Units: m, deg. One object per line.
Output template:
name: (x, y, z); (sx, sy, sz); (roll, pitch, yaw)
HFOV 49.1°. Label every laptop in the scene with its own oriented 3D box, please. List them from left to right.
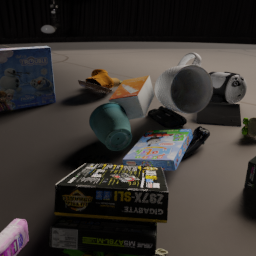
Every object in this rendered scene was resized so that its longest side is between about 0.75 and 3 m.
laptop: (3.890, -0.537, 12.259); (1.765, 1.092, 1.885); (5, -6, 11)

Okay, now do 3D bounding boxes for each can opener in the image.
can opener: (2.194, 0.482, 9.215); (0.547, 0.678, 1.726); (32, 41, 19)

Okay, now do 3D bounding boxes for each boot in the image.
boot: (-1.847, -2.903, 16.418); (2.493, 0.877, 1.785); (27, 27, 35)

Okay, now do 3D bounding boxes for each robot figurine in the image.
robot figurine: (4.749, -2.086, 14.199); (2.388, 1.794, 1.490); (20, 8, 40)

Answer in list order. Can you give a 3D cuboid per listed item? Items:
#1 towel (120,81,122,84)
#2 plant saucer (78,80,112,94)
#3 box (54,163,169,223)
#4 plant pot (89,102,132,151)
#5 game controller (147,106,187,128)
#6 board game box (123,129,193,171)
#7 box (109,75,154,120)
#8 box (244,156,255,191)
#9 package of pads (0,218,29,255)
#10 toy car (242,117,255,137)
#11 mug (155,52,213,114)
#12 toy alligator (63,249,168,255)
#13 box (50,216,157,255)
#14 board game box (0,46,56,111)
towel: (-1.378, -2.848, 17.855); (1.943, 0.221, 1.396); (-14, 26, -32)
plant saucer: (-1.837, -2.238, 15.455); (1.961, 0.314, 1.961); (15, 5, -1)
box: (-0.218, 1.257, 6.012); (2.005, 0.620, 2.511); (4, 2, 3)
plant pot: (-0.487, 0.045, 9.359); (1.347, 1.347, 1.266); (-8, 39, -19)
game controller: (1.605, -0.455, 11.804); (1.013, 0.409, 1.941); (-23, 27, -15)
board game box: (0.962, 0.611, 8.498); (1.541, 0.373, 2.038); (-2, 23, 27)
box: (0.193, -1.163, 10.687); (1.160, 0.909, 1.865); (-6, 30, 22)
box: (3.718, 1.218, 6.952); (0.926, 0.775, 1.247); (-20, 30, -41)
package of pads: (-2.167, 2.105, 5.082); (0.324, 0.515, 0.855); (6, 22, 16)
toy car: (4.597, 0.007, 10.455); (0.765, 0.735, 0.932); (7, -6, 8)
mug: (2.239, -1.939, 11.689); (1.883, 2.550, 2.236); (22, 2, -20)
toy alligator: (-0.218, 2.274, 4.728); (1.761, 0.478, 0.522); (2, 1, 2)
box: (-0.333, 1.790, 5.381); (1.797, 0.427, 1.735); (2, 1, 6)
board game box: (-4.921, -2.344, 13.175); (2.764, 2.750, 0.599); (-14, 26, -30)
